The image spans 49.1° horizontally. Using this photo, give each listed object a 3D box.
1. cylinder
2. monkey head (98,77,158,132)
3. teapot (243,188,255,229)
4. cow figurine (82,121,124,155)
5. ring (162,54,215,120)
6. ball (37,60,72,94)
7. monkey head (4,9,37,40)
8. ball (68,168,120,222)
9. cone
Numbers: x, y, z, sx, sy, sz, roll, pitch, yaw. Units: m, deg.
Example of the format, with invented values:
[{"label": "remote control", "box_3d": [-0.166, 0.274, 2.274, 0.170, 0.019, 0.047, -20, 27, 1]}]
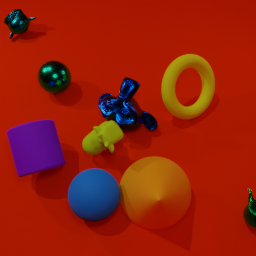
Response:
[{"label": "cylinder", "box_3d": [-2.187, 0.487, 6.710, 1.115, 1.115, 1.115, -16, 86, -10]}, {"label": "monkey head", "box_3d": [-0.048, -0.616, 7.470, 1.907, 1.149, 1.372, 28, 99, 16]}, {"label": "teapot", "box_3d": [2.915, 1.849, 6.224, 0.680, 0.536, 1.094, -11, 34, 0]}, {"label": "cow figurine", "box_3d": [-0.658, 0.284, 6.738, 1.289, 1.268, 0.707, -34, 95, 22]}, {"label": "ring", "box_3d": [1.693, -1.117, 7.739, 1.789, 1.789, 0.358, -33, 24, -19]}, {"label": "ball", "box_3d": [-2.150, -1.489, 8.205, 0.971, 0.971, 0.971, 0, 57, 0]}, {"label": "monkey head", "box_3d": [-3.795, -3.666, 9.779, 1.236, 0.889, 0.745, -36, 106, 6]}, {"label": "ball", "box_3d": [-0.753, 1.489, 6.261, 1.157, 1.157, 1.157, 0, 57, 0]}, {"label": "cone", "box_3d": [0.585, 1.380, 5.708, 1.680, 1.686, 1.680, 0, 81, 3]}]
